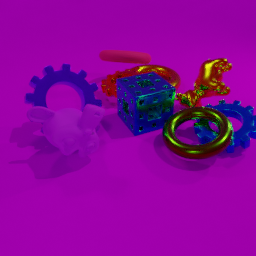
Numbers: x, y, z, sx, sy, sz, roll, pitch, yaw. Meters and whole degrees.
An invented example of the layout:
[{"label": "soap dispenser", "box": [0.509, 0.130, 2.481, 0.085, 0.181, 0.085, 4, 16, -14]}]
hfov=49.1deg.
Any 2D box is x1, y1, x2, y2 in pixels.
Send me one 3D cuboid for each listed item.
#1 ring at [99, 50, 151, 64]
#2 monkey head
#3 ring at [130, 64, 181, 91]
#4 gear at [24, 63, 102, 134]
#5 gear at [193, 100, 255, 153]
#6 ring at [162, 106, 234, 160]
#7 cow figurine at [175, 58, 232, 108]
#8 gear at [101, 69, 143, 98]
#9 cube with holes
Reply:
[{"label": "ring", "box": [-0.087, -2.291, 9.072, 1.695, 0.339, 1.695, 4, 12, -1]}, {"label": "monkey head", "box": [-1.120, -0.097, 6.040, 1.874, 1.348, 1.129, 16, 25, -42]}, {"label": "ring", "box": [0.795, -1.624, 9.407, 1.962, 0.392, 1.962, 0, 36, 0]}, {"label": "gear", "box": [-1.574, -0.652, 6.935, 1.821, 1.821, 0.337, -20, 2, -26]}, {"label": "gear", "box": [2.409, -0.076, 6.888, 1.512, 0.280, 1.512, -11, 45, 12]}, {"label": "ring", "box": [1.603, 0.076, 6.543, 1.619, 0.324, 1.619, -9, 42, 9]}, {"label": "cow figurine", "box": [2.082, -1.205, 7.883, 1.490, 1.514, 0.831, 2, -8, 39]}, {"label": "gear", "box": [-0.166, -1.392, 8.577, 1.321, 0.244, 1.321, -9, 37, 7]}, {"label": "cube with holes", "box": [0.441, -0.673, 7.434, 1.125, 1.125, 1.125, -15, 38, -20]}]
